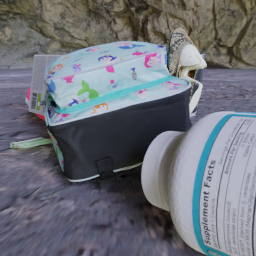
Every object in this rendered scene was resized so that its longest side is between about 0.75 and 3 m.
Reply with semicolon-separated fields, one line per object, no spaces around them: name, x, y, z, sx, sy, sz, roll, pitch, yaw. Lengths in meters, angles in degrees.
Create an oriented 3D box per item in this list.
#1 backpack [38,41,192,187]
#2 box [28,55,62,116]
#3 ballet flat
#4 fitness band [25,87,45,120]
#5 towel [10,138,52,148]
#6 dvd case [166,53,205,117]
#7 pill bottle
backpack;-0.342;-0.451;4.945;2.307;1.956;2.599;-17;18;-10
box;-1.100;-1.005;7.640;1.355;1.504;2.673;14;7;41
ballet flat;1.439;-1.180;6.964;0.904;2.664;1.003;8;2;-38
fitness band;-2.355;-0.741;8.457;1.180;0.308;1.643;-16;51;-47
towel;-1.951;0.294;5.780;0.762;0.117;0.999;-11;4;-36
dvd case;1.396;-1.143;8.073;0.326;1.978;2.632;18;22;38
pill bottle;1.346;0.584;2.385;1.415;1.415;2.555;-14;15;-43
